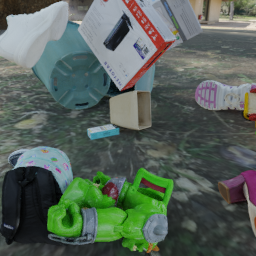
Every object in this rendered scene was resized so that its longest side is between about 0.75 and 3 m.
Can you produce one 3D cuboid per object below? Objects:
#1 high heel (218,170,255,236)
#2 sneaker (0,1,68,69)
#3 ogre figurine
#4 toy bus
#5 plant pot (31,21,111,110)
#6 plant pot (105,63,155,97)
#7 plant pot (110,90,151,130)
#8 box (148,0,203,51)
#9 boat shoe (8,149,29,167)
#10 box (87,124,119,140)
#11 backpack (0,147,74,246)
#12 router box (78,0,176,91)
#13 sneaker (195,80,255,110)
[{"bbox_3d":[2.537,1.351,4.812,1.096,0.768,2.279,-14,22,-4],"label":"high heel"},{"bbox_3d":[-2.459,-2.659,7.223,1.185,1.008,2.678,21,47,2],"label":"sneaker"},{"bbox_3d":[-0.121,1.229,4.446,1.531,1.253,2.554,9,-19,8],"label":"ogre figurine"},{"bbox_3d":[4.229,-0.438,8.500,1.966,1.076,2.083,-31,62,-10],"label":"toy bus"},{"bbox_3d":[-2.164,-2.324,10.839,2.996,2.996,2.934,-9,33,-19],"label":"plant pot"},{"bbox_3d":[0.187,-2.169,11.693,1.808,1.813,1.846,17,18,34],"label":"plant pot"},{"bbox_3d":[0.051,-0.548,8.619,1.000,1.129,1.128,-1,6,25],"label":"plant pot"},{"bbox_3d":[1.259,-4.112,11.258,2.808,2.189,0.578,-22,48,23],"label":"box"},{"bbox_3d":[-2.133,0.864,6.279,1.435,0.508,0.652,6,21,9],"label":"boat shoe"},{"bbox_3d":[-0.735,0.106,8.353,0.883,0.217,0.363,-11,26,-22],"label":"box"},{"bbox_3d":[-1.414,1.090,4.547,1.272,1.525,0.965,-2,24,-1],"label":"backpack"},{"bbox_3d":[-0.142,-2.733,8.155,0.608,2.233,2.489,-27,78,-45],"label":"router box"},{"bbox_3d":[3.758,-1.105,10.219,2.658,1.069,1.175,14,9,44],"label":"sneaker"}]
